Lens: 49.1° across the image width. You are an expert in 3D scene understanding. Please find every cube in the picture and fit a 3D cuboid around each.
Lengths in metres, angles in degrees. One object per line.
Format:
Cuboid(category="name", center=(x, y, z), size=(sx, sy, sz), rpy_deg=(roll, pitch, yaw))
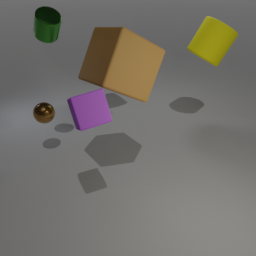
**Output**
Cuboid(category="cube", center=(-0.826, -0.384, 5.932), size=(0.700, 0.700, 0.700), rpy_deg=(-19, 8, -16))
Cuboid(category="cube", center=(-0.185, -1.611, 7.117), size=(1.400, 1.400, 1.400), rpy_deg=(15, 7, -38))

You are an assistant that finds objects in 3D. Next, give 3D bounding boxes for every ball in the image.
Cuboid(category="ball", center=(-2.753, -0.496, 9.193), size=(0.700, 0.700, 0.700), rpy_deg=(0, 28, 0))

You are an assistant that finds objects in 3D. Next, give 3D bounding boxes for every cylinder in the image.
Cuboid(category="cylinder", center=(3.256, -3.339, 10.869), size=(1.400, 1.400, 1.400), rpy_deg=(27, 19, -10))
Cuboid(category="cylinder", center=(-2.248, -2.861, 7.787), size=(0.700, 0.700, 0.700), rpy_deg=(10, 58, -17))
